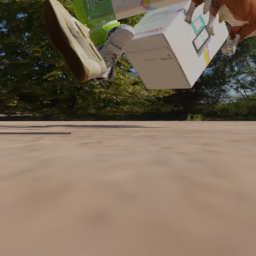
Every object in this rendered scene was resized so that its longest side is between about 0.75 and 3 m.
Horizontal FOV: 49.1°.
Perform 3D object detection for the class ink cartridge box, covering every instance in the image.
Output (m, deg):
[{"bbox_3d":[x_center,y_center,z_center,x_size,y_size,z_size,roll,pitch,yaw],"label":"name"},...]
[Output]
[{"bbox_3d":[0.116,-2.217,3.796,1.641,1.193,0.718,-14,12,4],"label":"ink cartridge box"},{"bbox_3d":[1.557,-2.943,9.295,2.037,2.776,2.027,8,-37,50],"label":"ink cartridge box"}]

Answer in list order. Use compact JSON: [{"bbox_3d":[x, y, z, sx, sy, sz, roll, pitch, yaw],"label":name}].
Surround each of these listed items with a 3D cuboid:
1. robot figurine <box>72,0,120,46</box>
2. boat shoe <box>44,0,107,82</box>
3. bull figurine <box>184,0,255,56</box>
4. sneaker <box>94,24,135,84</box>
[{"bbox_3d":[-0.999,-3.549,8.891,1.178,2.036,1.787,-33,14,-34],"label":"robot figurine"},{"bbox_3d":[-1.509,-2.508,7.827,0.864,2.659,0.959,-23,-14,-33],"label":"boat shoe"},{"bbox_3d":[2.743,-2.834,7.012,2.786,1.691,0.907,25,13,-28],"label":"bull figurine"},{"bbox_3d":[-0.490,-2.135,8.422,0.757,1.158,2.015,16,-27,-33],"label":"sneaker"}]
